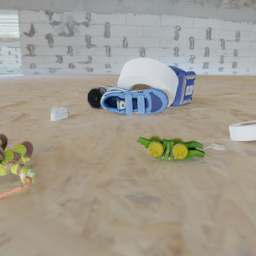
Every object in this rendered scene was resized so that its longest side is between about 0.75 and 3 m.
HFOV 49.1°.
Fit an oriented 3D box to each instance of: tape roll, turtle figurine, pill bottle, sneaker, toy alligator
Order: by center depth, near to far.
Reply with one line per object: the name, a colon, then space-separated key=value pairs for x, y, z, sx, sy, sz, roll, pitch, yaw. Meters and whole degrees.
turtle figurine: x=-2.519 y=0.549 z=4.893 sx=2.138 sy=0.688 sz=1.724 roll=1 pitch=13 yaw=4
toy alligator: x=1.087 y=0.481 z=5.799 sx=1.858 sy=0.446 sz=0.616 roll=5 pitch=13 yaw=3
tape roll: x=3.161 y=0.056 z=7.197 sx=1.048 sy=0.366 sz=1.048 roll=-10 pitch=5 yaw=1
sneaker: x=-2.405 y=-0.517 z=9.939 sx=0.517 sy=0.490 sz=1.284 roll=9 pitch=15 yaw=-2
sneaker: x=0.196 y=-0.975 z=10.827 sx=2.734 sy=1.011 sz=1.124 roll=4 pitch=22 yaw=23
tape roll: x=0.814 y=-1.753 z=11.425 sx=2.405 sy=0.841 sz=2.405 roll=15 pitch=-24 yaw=7
pill bottle: x=-1.047 y=-1.430 z=12.688 sx=0.927 sy=0.927 sz=1.658 roll=6 pitch=15 yaw=24

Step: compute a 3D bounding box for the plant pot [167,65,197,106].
plant pot: x=2.179 y=-1.974 z=13.300 sx=1.633 sy=1.816 sz=1.816 roll=18 pitch=21 yaw=32
